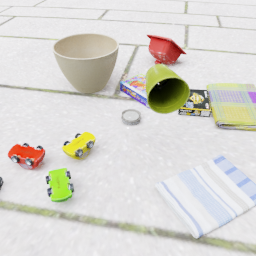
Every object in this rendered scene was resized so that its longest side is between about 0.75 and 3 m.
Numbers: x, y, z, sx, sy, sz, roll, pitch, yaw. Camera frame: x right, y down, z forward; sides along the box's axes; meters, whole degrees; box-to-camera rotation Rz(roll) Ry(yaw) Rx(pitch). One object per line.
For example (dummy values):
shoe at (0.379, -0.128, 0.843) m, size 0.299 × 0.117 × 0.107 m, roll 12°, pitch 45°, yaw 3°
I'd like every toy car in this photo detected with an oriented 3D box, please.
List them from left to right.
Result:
toy car at (-2.002, 1.193, 7.892) m, size 2.595 × 0.579 × 2.442 m, roll -11°, pitch 40°, yaw -13°

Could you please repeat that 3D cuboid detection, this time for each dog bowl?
dog bowl at (0.115, -0.379, 10.121) m, size 0.774 × 0.227 × 0.774 m, roll 0°, pitch 39°, yaw 0°

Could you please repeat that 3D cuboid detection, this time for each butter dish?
butter dish at (1.663, -3.579, 13.415) m, size 1.675 × 1.242 × 1.680 m, roll 27°, pitch 5°, yaw 39°

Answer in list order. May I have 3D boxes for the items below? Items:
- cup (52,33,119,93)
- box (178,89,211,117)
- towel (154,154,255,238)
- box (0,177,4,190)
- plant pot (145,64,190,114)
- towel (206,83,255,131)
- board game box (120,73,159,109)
cup at (-1.646, -2.553, 11.523) m, size 2.598 × 1.858 × 2.598 m, roll 0°, pitch 40°, yaw 0°
box at (2.530, -1.006, 10.809) m, size 1.165 × 0.360 × 1.459 m, roll 4°, pitch 39°, yaw 8°
towel at (2.198, 1.683, 7.499) m, size 2.501 × 0.298 × 1.836 m, roll -18°, pitch 43°, yaw -22°
box at (-4.034, 1.709, 7.507) m, size 1.092 × 0.238 × 0.874 m, roll 0°, pitch 39°, yaw 0°
plant pot at (0.957, -1.167, 7.651) m, size 1.149 × 1.149 × 1.106 m, roll -6°, pitch 41°, yaw -8°
towel at (4.181, -0.881, 10.676) m, size 2.142 × 0.340 × 2.983 m, roll 2°, pitch 38°, yaw 4°
board game box at (0.700, -1.555, 11.444) m, size 1.215 × 0.405 × 1.808 m, roll -28°, pitch 47°, yaw -31°
